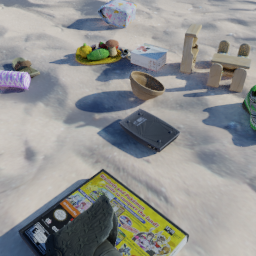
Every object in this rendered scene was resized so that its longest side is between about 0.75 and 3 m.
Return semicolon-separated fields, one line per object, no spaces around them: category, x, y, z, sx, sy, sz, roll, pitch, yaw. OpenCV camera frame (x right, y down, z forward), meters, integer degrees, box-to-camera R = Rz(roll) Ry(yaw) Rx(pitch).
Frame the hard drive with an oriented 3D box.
hard drive;0.668;0.071;8.937;1.718;0.364;1.159;33;51;30

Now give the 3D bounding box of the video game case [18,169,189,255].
video game case;-0.538;2.397;6.188;2.811;0.358;2.540;31;50;33

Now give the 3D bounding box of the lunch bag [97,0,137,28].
lunch bag;-0.636;-6.818;16.541;1.908;1.213;1.618;22;45;9

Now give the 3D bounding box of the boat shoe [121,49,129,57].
boat shoe;-0.092;-3.567;13.149;0.279;0.275;0.775;34;40;-9

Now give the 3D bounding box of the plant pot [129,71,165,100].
plant pot;0.625;-1.483;10.422;1.404;0.648;1.404;19;32;-12

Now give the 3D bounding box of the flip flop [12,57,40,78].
flip flop;-4.483;-2.685;12.056;0.839;0.596;2.070;-23;45;-25

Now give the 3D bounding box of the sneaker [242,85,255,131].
sneaker;4.478;-0.619;9.313;0.889;0.970;2.277;-3;41;-3

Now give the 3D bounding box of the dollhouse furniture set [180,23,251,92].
dollhouse furniture set;3.727;-3.111;11.649;2.730;1.777;2.508;15;43;17

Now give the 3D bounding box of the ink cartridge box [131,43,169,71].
ink cartridge box;1.019;-3.266;12.747;1.379;0.578;1.210;25;47;26

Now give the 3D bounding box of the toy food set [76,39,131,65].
toy food set;-1.142;-3.745;13.098;2.681;0.876;1.578;-9;41;-11

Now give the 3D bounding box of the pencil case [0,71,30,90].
pencil case;-4.727;-1.905;11.098;1.633;0.685;0.698;3;72;6

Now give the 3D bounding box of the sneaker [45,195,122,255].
sneaker;-1.161;2.625;5.114;2.934;0.881;1.530;-36;45;-20
